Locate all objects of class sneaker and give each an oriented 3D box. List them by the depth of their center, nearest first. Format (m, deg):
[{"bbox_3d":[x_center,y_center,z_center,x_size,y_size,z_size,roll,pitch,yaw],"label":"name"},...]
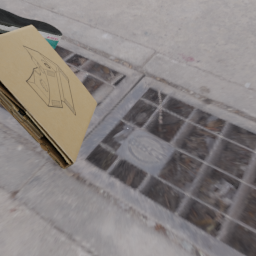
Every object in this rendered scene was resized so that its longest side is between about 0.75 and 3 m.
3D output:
[{"bbox_3d":[-2.606,-1.941,6.437,2.013,1.215,0.842,0,43,-48],"label":"sneaker"}]

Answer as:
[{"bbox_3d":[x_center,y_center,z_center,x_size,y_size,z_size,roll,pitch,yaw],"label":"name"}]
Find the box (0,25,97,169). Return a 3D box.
[{"bbox_3d":[-1.461,-0.759,5.003,0.280,2.153,2.633,-32,20,16],"label":"box"}]
